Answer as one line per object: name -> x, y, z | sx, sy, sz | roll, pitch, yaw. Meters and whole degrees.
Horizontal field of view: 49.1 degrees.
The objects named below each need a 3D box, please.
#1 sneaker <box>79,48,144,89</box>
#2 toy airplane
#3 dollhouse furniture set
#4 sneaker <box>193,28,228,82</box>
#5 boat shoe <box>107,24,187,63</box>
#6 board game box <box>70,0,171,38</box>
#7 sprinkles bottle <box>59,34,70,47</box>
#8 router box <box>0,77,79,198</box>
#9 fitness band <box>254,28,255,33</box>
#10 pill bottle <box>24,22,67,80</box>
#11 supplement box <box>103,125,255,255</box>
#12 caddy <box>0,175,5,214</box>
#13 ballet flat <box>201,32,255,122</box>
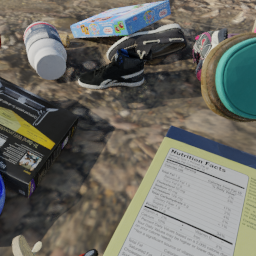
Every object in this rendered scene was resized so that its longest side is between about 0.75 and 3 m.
sneaker -> -0.511, -1.825, 8.326 | 2.004, 1.121, 0.732 | -4, 45, -4
toy airplane -> -1.019, 2.430, 3.730 | 1.168, 1.648, 1.655 | -24, 48, 16
dollhouse furniture set -> 4.861, -3.224, 9.110 | 2.233, 2.000, 2.818 | 2, 45, 2
sneaker -> 2.515, -2.210, 8.848 | 1.069, 1.155, 2.864 | 1, 35, 24
boat shoe -> 0.657, -2.608, 9.275 | 2.697, 0.996, 0.814 | -19, 69, -10
board game box -> -0.330, -3.921, 10.166 | 2.994, 0.548, 2.265 | 17, 43, 44
sprinkles bottle -> -2.818, -3.221, 10.210 | 1.320, 0.450, 0.450 | 4, 45, 4
router box -> -2.782, 0.008, 6.288 | 2.672, 0.698, 2.101 | 27, 49, 2
fitness band -> 2.791, -1.888, 5.333 | 0.183, 0.980, 0.704 | 0, 27, -42
pill bottle -> -2.596, -2.426, 8.897 | 1.178, 1.178, 1.970 | -15, 48, -14
supplement box -> 0.740, 1.844, 3.616 | 1.688, 2.515, 2.513 | 21, 49, 16
caddy -> -3.316, 1.078, 4.800 | 2.271, 1.192, 1.605 | 32, 48, -16
ballet flat -> 1.204, -0.514, 2.496 | 2.052, 0.696, 0.742 | -16, 21, -29
